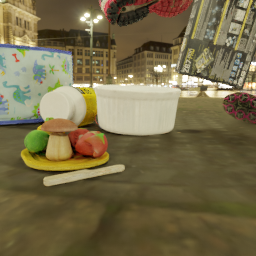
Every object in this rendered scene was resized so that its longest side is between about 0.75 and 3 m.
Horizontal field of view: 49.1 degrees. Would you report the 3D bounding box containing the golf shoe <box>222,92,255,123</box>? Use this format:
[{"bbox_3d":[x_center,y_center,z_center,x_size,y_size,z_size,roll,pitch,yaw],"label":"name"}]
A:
[{"bbox_3d":[4.399,-0.570,9.051,2.598,0.943,1.196,16,11,35],"label":"golf shoe"}]

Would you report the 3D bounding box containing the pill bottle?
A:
[{"bbox_3d":[-1.560,-0.618,8.124,1.184,1.184,2.106,2,8,17],"label":"pill bottle"}]

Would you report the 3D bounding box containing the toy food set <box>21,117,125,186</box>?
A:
[{"bbox_3d":[-0.909,0.160,4.176,1.216,0.675,2.066,-4,9,-28],"label":"toy food set"}]

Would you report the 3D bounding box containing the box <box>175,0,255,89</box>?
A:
[{"bbox_3d":[3.166,-3.036,9.457,2.415,2.997,0.736,11,16,-8],"label":"box"}]

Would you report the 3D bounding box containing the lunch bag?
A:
[{"bbox_3d":[-3.176,-1.429,9.404,2.883,2.451,1.837,-7,10,-35],"label":"lunch bag"}]

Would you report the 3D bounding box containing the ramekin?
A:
[{"bbox_3d":[0.232,-0.524,7.298,2.207,1.076,2.207,2,12,0],"label":"ramekin"}]

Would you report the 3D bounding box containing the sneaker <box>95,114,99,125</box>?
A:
[{"bbox_3d":[-0.661,-0.217,8.377,0.556,0.473,1.283,-11,-2,29],"label":"sneaker"}]

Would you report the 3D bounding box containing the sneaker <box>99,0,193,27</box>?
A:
[{"bbox_3d":[0.555,-3.371,6.927,2.614,1.054,0.976,-16,57,-16],"label":"sneaker"}]
